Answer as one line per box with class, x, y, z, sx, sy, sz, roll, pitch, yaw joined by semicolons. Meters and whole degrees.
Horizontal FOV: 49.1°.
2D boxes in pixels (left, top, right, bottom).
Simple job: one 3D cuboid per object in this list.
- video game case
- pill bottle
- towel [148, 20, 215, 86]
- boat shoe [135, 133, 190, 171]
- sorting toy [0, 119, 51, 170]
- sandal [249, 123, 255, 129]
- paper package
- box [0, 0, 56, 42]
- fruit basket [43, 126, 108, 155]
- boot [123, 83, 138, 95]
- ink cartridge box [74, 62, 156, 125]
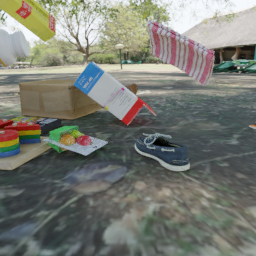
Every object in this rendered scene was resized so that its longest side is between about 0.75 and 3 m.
video game case;-2.948;-0.035;7.975;1.492;0.210;1.651;4;15;14
pill bottle;-4.237;-2.399;8.626;2.147;1.119;1.119;-11;14;-2
towel;1.271;-1.857;7.019;1.868;0.279;1.367;34;-10;18
boat shoe;0.632;0.378;5.616;0.607;0.501;1.621;-6;15;-22
sorting toy;-2.710;0.235;5.983;1.723;0.603;1.733;4;14;13
sandal;3.987;-0.104;8.182;0.843;0.242;0.323;2;14;9
paper package;-2.456;-1.139;10.443;2.323;1.202;2.215;5;14;23
box;-3.382;-3.870;9.061;0.595;0.894;2.374;-23;-32;24
fruit basket;-1.141;0.331;6.167;1.091;0.511;1.011;21;20;17
boot;-0.447;-2.039;15.290;1.515;0.728;2.073;2;12;18
ink cartridge box;-0.388;-0.994;9.011;2.561;0.861;1.488;37;9;-10
